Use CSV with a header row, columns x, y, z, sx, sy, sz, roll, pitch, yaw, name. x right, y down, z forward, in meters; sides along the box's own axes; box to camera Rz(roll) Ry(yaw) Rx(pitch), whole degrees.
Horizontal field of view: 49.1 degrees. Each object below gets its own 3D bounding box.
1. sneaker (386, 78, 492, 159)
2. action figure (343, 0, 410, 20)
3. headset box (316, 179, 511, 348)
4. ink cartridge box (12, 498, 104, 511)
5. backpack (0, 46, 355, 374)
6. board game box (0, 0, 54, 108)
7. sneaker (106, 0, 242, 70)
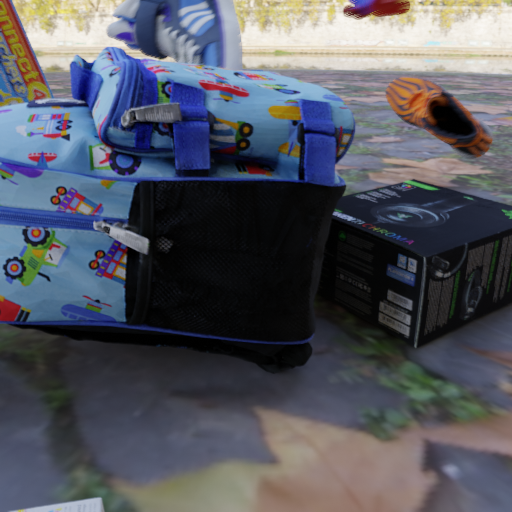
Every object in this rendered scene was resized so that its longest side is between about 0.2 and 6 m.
x,y,z,sx,sy,sz,roll,pitch,yaw,name
2.812,-2.420,8.993,2.115,0.820,1.185,43,18,31,sneaker
0.945,-2.320,4.764,0.460,0.583,1.781,4,23,0,action figure
2.273,-0.093,7.826,2.640,1.225,2.299,-15,27,-31,headset box
-1.495,2.071,3.705,0.949,0.415,0.690,-5,24,-9,ink cartridge box
-1.609,-0.814,6.588,4.450,2.993,4.062,4,22,-13,backpack
-4.944,-3.237,9.248,0.728,2.604,2.550,-1,29,35,board game box
-1.332,-3.393,9.100,2.116,1.164,2.890,-8,58,-2,sneaker
